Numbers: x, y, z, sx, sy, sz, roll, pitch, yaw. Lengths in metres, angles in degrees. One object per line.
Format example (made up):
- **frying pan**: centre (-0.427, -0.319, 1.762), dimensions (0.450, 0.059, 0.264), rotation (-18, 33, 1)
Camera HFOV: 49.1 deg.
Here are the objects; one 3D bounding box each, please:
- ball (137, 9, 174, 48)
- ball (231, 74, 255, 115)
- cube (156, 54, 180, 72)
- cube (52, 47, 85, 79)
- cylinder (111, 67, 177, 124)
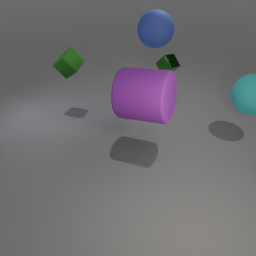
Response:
- **ball**: centre (1.054, -3.759, 10.658), dimensions (1.400, 1.400, 1.400), rotation (0, 32, 0)
- **ball**: centre (4.242, -1.139, 9.524), dimensions (1.400, 1.400, 1.400), rotation (0, 32, 0)
- **cube**: centre (1.877, -2.975, 13.142), dimensions (0.700, 0.700, 0.700), rotation (-20, 80, -39)
- **cube**: centre (-2.147, -2.352, 10.142), dimensions (0.700, 0.700, 0.700), rotation (-18, 37, 42)
- **cylinder**: centre (0.464, -0.883, 7.535), dimensions (1.400, 1.400, 1.400), rotation (9, 33, 22)
